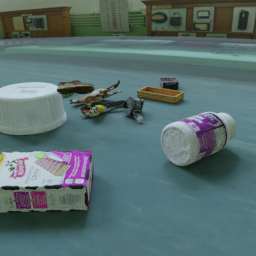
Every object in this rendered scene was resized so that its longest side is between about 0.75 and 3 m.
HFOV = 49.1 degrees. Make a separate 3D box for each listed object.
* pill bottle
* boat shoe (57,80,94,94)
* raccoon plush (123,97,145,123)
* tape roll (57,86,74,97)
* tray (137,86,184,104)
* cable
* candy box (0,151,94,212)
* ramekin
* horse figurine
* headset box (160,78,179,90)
[{"bbox_3d":[2.371,0.237,9.057,2.455,1.378,1.378,-17,28,-35],"label":"pill bottle"},{"bbox_3d":[-2.008,-1.646,10.818,1.529,0.552,0.550,-2,63,18],"label":"boat shoe"},{"bbox_3d":[0.492,-0.723,12.557,1.107,0.799,1.652,1,49,-37],"label":"raccoon plush"},{"bbox_3d":[-3.728,-2.087,15.798,1.310,0.315,1.310,1,23,0],"label":"tape roll"},{"bbox_3d":[1.726,-1.783,14.984,2.240,0.415,1.105,13,27,29],"label":"tray"},{"bbox_3d":[-1.141,-0.860,12.979,1.276,0.661,2.628,-18,-6,39],"label":"cable"},{"bbox_3d":[-2.233,1.315,7.268,2.551,0.778,1.740,-2,24,-2],"label":"candy box"},{"bbox_3d":[-4.099,-0.929,11.688,2.930,1.428,2.930,0,24,0],"label":"ramekin"},{"bbox_3d":[-1.443,-1.654,14.140,1.732,0.652,2.614,-4,23,45],"label":"horse figurine"},{"bbox_3d":[2.495,-2.667,16.925,0.954,0.481,1.283,-1,23,-1],"label":"headset box"}]
